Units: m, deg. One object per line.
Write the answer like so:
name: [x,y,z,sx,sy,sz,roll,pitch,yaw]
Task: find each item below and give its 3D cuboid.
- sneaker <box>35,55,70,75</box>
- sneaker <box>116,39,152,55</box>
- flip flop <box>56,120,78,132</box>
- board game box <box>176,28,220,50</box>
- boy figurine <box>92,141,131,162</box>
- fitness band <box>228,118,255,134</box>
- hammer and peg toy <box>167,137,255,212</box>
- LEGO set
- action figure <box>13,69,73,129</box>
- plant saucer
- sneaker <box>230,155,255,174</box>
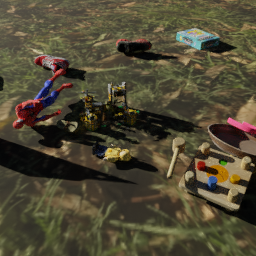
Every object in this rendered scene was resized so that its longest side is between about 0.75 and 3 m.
sneaker: [-3.210,-2.595,11.469,1.482,0.528,0.833,6,34,4]
sneaker: [0.239,-3.724,12.921,1.697,0.600,0.829,4,36,9]
flip flop: [-1.784,-0.085,8.132,0.772,0.222,0.313,14,80,24]
board game box: [3.518,-4.526,14.157,1.302,0.405,1.725,-22,42,-26]
boy figurine: [-0.428,0.660,7.284,1.020,0.329,0.634,12,36,20]
fitness band: [3.341,-0.064,8.084,0.693,0.181,0.965,11,16,-34]
hammer and peg toy: [1.757,1.014,6.428,1.882,0.664,1.384,20,51,25]
LEGO set: [-0.608,-0.756,8.544,1.845,1.069,1.419,-4,37,-6]
action figure: [-2.386,-0.882,8.567,1.327,0.875,2.680,-3,38,34]
plant saucer: [3.021,0.412,7.219,2.018,0.324,2.018,11,22,-4]
sneaker: [2.625,0.848,7.003,1.151,0.431,0.518,9,28,3]
